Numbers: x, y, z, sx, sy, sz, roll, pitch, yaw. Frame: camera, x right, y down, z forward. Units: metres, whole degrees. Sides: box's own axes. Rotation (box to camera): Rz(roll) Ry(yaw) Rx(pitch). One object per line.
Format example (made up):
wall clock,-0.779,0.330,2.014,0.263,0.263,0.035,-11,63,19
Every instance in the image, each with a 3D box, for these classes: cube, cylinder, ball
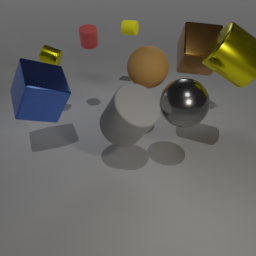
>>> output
cube,2.697,-2.987,10.686,1.400,1.400,1.400,6,73,-1
cylinder,-1.530,-3.549,10.900,0.700,0.700,0.700,0,48,0
ball,0.666,-2.029,9.363,1.400,1.400,1.400,0,31,0
cube,-2.872,-1.178,9.092,1.400,1.400,1.400,4,45,-36
ball,1.606,-0.710,7.983,1.400,1.400,1.400,0,31,0
cylinder,0.028,-0.348,8.194,1.400,1.400,1.400,11,59,-19
cylinder,3.164,-2.134,8.276,1.400,1.400,1.400,33,33,-6
cylinder,-3.023,-2.827,11.031,0.700,0.700,0.700,20,32,-2
cylinder,0.095,-5.048,14.103,0.700,0.700,0.700,11,32,20
